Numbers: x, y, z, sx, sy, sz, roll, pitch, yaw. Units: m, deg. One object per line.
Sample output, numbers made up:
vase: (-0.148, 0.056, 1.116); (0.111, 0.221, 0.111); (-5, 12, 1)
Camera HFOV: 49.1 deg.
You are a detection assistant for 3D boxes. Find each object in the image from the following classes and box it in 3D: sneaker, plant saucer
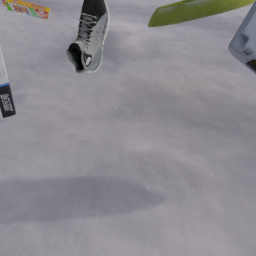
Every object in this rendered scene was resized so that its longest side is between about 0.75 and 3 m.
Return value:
sneaker: (-0.911, -2.058, 6.185); (0.689, 1.837, 1.061); (12, 24, 16)
plant saucer: (1.895, -3.270, 7.481); (2.878, 0.447, 2.878); (-13, 22, 6)

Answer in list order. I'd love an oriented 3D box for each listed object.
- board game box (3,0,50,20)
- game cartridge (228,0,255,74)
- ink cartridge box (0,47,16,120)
board game box: (-2.637, -3.103, 7.271); (1.149, 0.172, 0.549); (10, -4, -20)
game cartridge: (3.524, -1.561, 5.781); (2.739, 0.569, 1.824); (35, 74, -9)
ink cartridge box: (-3.300, -1.641, 6.325); (0.528, 2.222, 2.249); (-22, 42, -27)
